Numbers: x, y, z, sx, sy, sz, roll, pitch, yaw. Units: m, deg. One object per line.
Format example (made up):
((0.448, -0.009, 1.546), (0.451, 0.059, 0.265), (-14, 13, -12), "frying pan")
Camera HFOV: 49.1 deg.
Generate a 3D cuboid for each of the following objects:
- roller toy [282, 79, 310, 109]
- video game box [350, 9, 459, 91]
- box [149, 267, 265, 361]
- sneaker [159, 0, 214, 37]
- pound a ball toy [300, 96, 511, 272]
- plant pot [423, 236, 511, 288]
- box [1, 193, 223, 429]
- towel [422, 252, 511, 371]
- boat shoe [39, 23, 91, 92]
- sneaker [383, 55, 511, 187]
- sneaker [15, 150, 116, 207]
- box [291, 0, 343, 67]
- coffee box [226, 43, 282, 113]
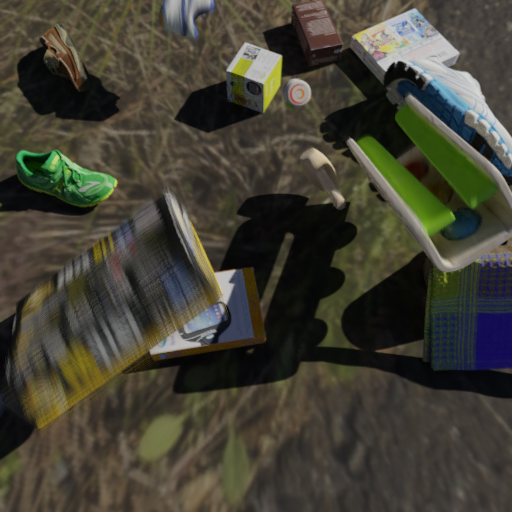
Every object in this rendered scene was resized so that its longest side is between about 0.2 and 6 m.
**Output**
((0.586, -2.378, 8.162), (0.409, 0.373, 0.286), (-19, 25, -7), "roller toy")
((2.996, -4.185, 11.405), (1.627, 0.381, 1.482), (-27, 69, -13), "video game box")
((-0.928, 0.918, 8.807), (2.004, 0.416, 1.193), (-9, 63, -2), "box")
((-1.025, -4.800, 10.076), (0.792, 0.676, 1.797), (27, 98, -2), "sneaker")
((2.156, -0.979, 8.494), (2.080, 1.355, 3.190), (-35, 35, 12), "pound a ball toy")
((3.558, 0.054, 8.710), (1.559, 1.353, 1.559), (0, 62, 0), "plant pot")
((-2.016, 0.604, 7.633), (2.898, 0.715, 2.314), (-36, 30, 2), "box")
((3.839, 0.835, 7.988), (2.728, 1.959, 0.311), (0, 25, 9), "towel")
((-3.823, -3.859, 11.129), (0.683, 0.700, 1.850), (-26, 58, -7), "boat shoe")
((3.835, -2.617, 10.176), (1.350, 1.168, 3.115), (-29, 72, -24), "sneaker")
((-3.369, -1.371, 9.751), (1.850, 0.773, 0.685), (12, 63, 6), "sneaker")
((1.235, -4.605, 11.560), (0.687, 0.514, 1.371), (-12, 62, -6), "box")
((-0.035, -3.407, 10.765), (0.801, 0.808, 0.810), (23, 65, 11), "coffee box")
